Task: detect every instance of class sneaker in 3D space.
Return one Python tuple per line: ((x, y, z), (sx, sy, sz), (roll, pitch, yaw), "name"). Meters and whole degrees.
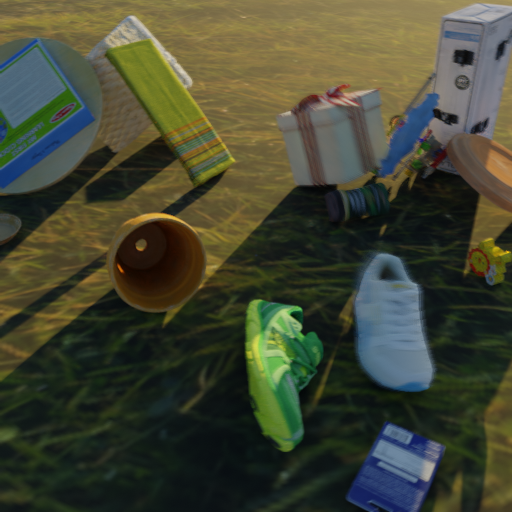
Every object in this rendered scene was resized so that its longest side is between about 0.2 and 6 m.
((0.370, 1.308, 7.007), (0.988, 0.876, 2.365), (-5, 34, -1), "sneaker")
((1.829, 0.866, 7.574), (0.846, 0.893, 2.211), (4, 35, -7), "sneaker")

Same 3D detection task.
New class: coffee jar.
((1.897, -1.008, 10.632), (1.174, 0.612, 0.501), (-11, -2, -15), "coffee jar")

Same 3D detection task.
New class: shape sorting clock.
((-4.915, -2.981, 11.871), (3.521, 0.691, 3.521), (-3, 75, 10), "shape sorting clock")

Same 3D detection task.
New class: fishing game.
((2.863, -2.338, 10.835), (0.407, 1.873, 2.616), (38, 5, 19), "fishing game")

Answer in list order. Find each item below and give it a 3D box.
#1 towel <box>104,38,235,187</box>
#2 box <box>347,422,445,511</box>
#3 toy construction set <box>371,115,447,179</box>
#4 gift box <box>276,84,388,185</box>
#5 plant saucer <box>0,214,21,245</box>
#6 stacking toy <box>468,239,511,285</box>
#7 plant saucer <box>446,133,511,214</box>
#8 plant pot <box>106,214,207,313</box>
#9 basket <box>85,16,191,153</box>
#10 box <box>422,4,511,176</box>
((-1.805, -3.114, 12.063), (0.300, 3.319, 1.428), (-30, 6, 42), "towel")
((1.509, 2.373, 6.042), (0.707, 0.189, 1.167), (19, 37, 26), "box")
((3.188, -2.047, 11.924), (1.407, 1.296, 1.687), (32, 14, -27), "toy construction set")
((1.712, -2.528, 11.410), (1.738, 1.758, 1.883), (-30, 21, -38), "gift box")
((-4.806, -0.419, 10.163), (1.062, 0.188, 1.062), (0, 34, 0), "plant saucer")
((5.068, 0.467, 8.528), (2.198, 0.685, 2.915), (-15, 39, -18), "stacking toy")
((4.773, -1.665, 10.986), (2.265, 0.366, 2.265), (19, 41, -18), "plant saucer")
((-1.653, -0.019, 8.669), (1.436, 1.436, 1.315), (-15, 21, -21), "plant pot")
((-3.061, -3.955, 13.087), (2.133, 2.114, 1.715), (-31, 26, 30), "basket")
((4.602, -3.599, 12.169), (0.965, 3.209, 1.872), (23, 42, 34), "box")
